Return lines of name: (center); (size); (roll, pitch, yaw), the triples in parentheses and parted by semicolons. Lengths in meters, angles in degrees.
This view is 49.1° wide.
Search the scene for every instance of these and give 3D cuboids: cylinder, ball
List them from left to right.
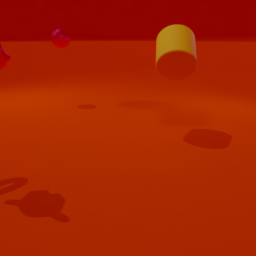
ball: (-2.719, -3.617, 11.329); (0.768, 0.768, 0.768); (0, 19, 0)
cylinder: (1.371, -2.151, 8.018); (1.127, 1.127, 1.127); (2, 56, 5)

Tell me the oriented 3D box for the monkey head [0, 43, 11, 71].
monkey head: (-2.579, -1.185, 4.876); (1.273, 0.767, 0.916); (-6, 58, 25)
